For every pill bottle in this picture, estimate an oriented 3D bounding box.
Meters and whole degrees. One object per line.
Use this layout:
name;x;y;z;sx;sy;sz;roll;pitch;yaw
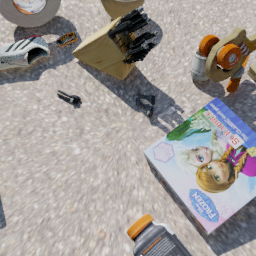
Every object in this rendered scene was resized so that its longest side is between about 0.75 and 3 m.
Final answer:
pill bottle;0.842;2.976;6.427;1.076;1.076;2.026;-34;65;-19

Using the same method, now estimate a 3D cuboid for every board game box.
board game box;2.310;0.920;7.651;2.732;0.563;2.739;-37;64;-6

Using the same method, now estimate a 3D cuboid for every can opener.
can opener;-2.015;-1.030;9.382;0.881;0.346;0.279;19;100;15

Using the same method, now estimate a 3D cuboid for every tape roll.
tape roll;-3.774;-5.041;10.505;2.421;2.421;0.800;-22;61;-13

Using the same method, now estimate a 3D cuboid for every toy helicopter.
toy helicopter;3.759;-2.425;8.973;2.934;1.940;1.157;-32;44;-6

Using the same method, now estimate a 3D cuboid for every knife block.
knife block;-0.530;-2.965;9.139;2.977;2.613;0.952;27;61;16

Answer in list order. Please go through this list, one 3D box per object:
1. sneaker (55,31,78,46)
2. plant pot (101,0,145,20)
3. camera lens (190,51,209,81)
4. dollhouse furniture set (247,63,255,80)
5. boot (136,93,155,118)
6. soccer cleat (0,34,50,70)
sneaker;-2.389;-3.438;10.760;0.892;0.344;0.349;-30;65;-15
plant pot;-0.238;-5.045;11.140;1.915;1.285;1.915;3;58;-4
camera lens;2.543;-2.154;9.552;0.709;0.887;0.709;4;36;-3
dollhouse furniture set;5.165;-1.968;9.582;1.470;0.817;1.300;-22;61;-13
boot;0.539;-0.731;9.165;0.625;0.331;0.949;7;48;8
soccer cleat;-4.041;-2.524;9.914;2.589;0.888;1.103;-26;58;-20
